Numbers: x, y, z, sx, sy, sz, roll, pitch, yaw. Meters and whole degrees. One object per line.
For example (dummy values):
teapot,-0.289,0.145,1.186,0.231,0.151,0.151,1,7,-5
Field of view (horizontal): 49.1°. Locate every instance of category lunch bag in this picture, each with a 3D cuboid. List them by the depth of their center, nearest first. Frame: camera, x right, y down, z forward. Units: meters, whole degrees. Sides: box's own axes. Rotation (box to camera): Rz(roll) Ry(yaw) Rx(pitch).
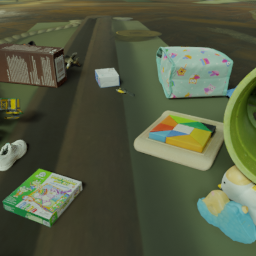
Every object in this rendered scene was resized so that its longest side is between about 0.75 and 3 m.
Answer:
lunch bag,2.315,-2.270,10.562,2.242,1.605,2.632,-4,33,-5

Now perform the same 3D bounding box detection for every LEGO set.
LEGO set,-4.063,-0.201,7.764,2.145,1.243,1.650,2,6,15

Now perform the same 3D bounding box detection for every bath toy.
bath toy,2.630,1.083,5.446,2.729,1.187,1.009,-20,-3,-30

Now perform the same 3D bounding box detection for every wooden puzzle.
wooden puzzle,1.492,0.162,7.533,2.007,0.404,2.169,15,34,24

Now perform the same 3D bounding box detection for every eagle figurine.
eagle figurine,-2.804,-3.117,13.019,0.988,0.750,0.746,14,53,13

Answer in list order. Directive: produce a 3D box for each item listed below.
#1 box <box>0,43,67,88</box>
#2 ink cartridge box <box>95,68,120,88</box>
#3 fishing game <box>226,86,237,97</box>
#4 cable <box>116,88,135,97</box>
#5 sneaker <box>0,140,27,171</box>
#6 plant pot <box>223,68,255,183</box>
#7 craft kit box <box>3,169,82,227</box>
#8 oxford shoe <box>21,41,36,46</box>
box,-3.944,-2.517,11.203,2.783,1.394,1.043,8,31,11
ink cartridge box,-0.865,-2.082,11.361,0.814,0.456,1.193,-8,33,-13
fishing game,4.243,-1.253,9.955,2.108,0.328,1.509,7,29,40
cable,-0.048,-1.305,10.408,0.773,0.195,0.376,30,22,22
sneaker,-2.826,0.527,6.812,0.418,0.491,1.111,2,30,6
plant pot,3.013,-0.234,5.261,2.314,2.314,2.198,10,15,17
craft kit box,-1.681,1.354,5.640,1.116,0.271,1.102,12,30,20
oxford shoe,-5.143,-3.607,13.577,0.863,0.879,2.424,3,30,6
